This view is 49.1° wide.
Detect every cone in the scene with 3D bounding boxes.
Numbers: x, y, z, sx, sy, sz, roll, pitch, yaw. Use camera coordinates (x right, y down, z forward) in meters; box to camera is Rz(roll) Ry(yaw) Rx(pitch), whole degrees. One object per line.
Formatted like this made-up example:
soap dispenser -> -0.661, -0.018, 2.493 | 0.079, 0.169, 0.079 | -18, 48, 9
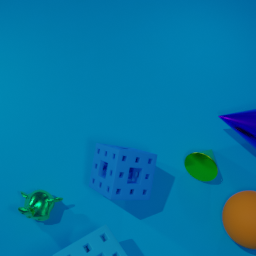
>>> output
cone -> 3.312, -0.115, 7.772 | 1.606, 1.600, 1.600 | 17, 67, 15
cone -> 2.213, 0.848, 7.910 | 0.942, 0.942, 0.946 | 35, 44, 14

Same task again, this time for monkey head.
monkey head -> -2.353, 1.922, 7.150 | 1.278, 0.919, 0.770 | 4, 65, 17

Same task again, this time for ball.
ball -> 3.003, 2.216, 6.805 | 1.355, 1.355, 1.355 | 0, 66, 0

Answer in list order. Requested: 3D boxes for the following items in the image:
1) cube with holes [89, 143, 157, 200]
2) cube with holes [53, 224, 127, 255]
cube with holes -> -0.142, 1.073, 7.005 | 1.133, 1.133, 1.133 | 10, 89, -34
cube with holes -> -0.841, 3.213, 5.878 | 1.380, 1.380, 1.380 | -15, 57, -46
